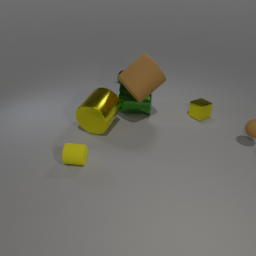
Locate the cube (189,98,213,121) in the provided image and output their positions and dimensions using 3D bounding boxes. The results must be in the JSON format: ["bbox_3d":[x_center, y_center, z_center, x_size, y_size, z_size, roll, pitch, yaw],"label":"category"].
[{"bbox_3d":[3.198,-0.827,12.370,0.700,0.700,0.700,-18,34,-28],"label":"cube"}]

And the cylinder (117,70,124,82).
[{"bbox_3d":[-0.116,-2.801,15.671,0.700,0.700,0.700,-23,38,-33],"label":"cylinder"}]

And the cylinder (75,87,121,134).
[{"bbox_3d":[-1.173,-0.696,11.296,1.400,1.400,1.400,12,42,19],"label":"cylinder"}]

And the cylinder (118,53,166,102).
[{"bbox_3d":[0.553,-1.977,11.142,1.400,1.400,1.400,-41,37,2],"label":"cylinder"}]

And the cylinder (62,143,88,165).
[{"bbox_3d":[-1.794,0.887,9.513,0.700,0.700,0.700,5,31,5],"label":"cylinder"}]

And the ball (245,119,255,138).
[{"bbox_3d":[4.614,0.022,10.135,0.700,0.700,0.700,0,31,0],"label":"ball"}]

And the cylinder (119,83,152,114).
[{"bbox_3d":[0.357,-1.347,12.552,1.400,1.400,1.400,4,31,6],"label":"cylinder"}]
